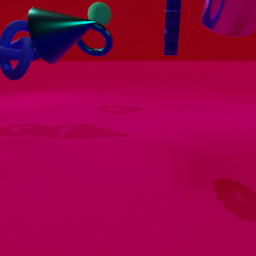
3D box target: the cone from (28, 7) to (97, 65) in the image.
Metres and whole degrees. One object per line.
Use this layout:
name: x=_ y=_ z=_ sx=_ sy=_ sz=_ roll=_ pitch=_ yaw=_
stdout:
cone: x=-1.600 y=-2.724 z=7.738 sx=1.599 sy=1.593 sz=1.593 roll=-10 pitch=12 yaw=16

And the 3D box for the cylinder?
cylinder: x=1.744 y=-2.125 z=4.521 sx=0.952 sy=0.952 sz=0.952 roll=3 pitch=45 yaw=-3

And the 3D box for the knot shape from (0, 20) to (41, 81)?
knot shape: x=-3.167 y=-2.337 z=8.063 sx=1.966 sy=0.908 sz=1.839 roll=24 pitch=58 yaw=22

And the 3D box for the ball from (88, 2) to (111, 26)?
ball: x=-1.133 y=-4.521 z=11.177 sx=0.916 sy=0.916 sz=0.916 roll=0 pitch=15 yaw=0

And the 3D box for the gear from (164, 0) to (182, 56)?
gear: x=0.710 y=-1.741 z=4.400 sx=0.212 sy=1.149 sz=1.149 roll=4 pitch=15 yaw=8

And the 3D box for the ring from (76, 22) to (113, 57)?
ring: x=-1.343 y=-3.444 z=10.911 sx=1.563 sy=1.563 sz=0.313 roll=4 pitch=53 yaw=16
